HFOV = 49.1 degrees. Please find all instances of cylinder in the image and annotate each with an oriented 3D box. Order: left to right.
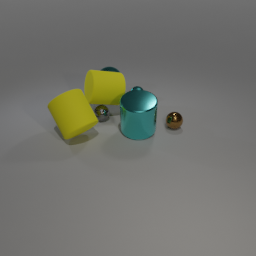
[{"bbox_3d":[-2.028,-0.506,10.358,1.400,1.400,1.400,-29,-4,-2],"label":"cylinder"},{"bbox_3d":[-0.998,-1.686,11.837,1.400,1.400,1.400,1,27,-24],"label":"cylinder"},{"bbox_3d":[0.399,-0.505,10.668,1.400,1.400,1.400,-1,43,1],"label":"cylinder"}]

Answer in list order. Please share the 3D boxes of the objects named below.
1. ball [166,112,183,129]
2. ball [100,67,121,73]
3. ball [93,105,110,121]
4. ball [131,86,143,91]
[{"bbox_3d":[1.868,-0.310,11.293,0.700,0.700,0.700,0,29,0],"label":"ball"},{"bbox_3d":[-0.953,-2.467,14.497,1.400,1.400,1.400,0,29,0],"label":"ball"},{"bbox_3d":[-1.127,-0.635,11.909,0.700,0.700,0.700,0,29,0],"label":"ball"},{"bbox_3d":[0.454,-1.705,13.738,0.700,0.700,0.700,0,29,0],"label":"ball"}]
